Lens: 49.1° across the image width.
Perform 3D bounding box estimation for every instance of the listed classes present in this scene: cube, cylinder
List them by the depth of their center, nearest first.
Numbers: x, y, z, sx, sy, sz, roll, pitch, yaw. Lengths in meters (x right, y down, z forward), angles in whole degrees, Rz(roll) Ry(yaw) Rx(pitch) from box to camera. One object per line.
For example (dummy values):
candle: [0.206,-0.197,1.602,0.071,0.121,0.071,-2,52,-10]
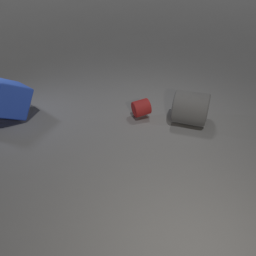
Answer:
cylinder: [2.598,-0.819,11.612,1.400,1.400,1.400,11,34,15]
cube: [-5.040,-1.233,11.696,1.400,1.400,1.400,25,12,39]
cylinder: [0.572,-0.870,12.080,0.700,0.700,0.700,-17,36,-13]
